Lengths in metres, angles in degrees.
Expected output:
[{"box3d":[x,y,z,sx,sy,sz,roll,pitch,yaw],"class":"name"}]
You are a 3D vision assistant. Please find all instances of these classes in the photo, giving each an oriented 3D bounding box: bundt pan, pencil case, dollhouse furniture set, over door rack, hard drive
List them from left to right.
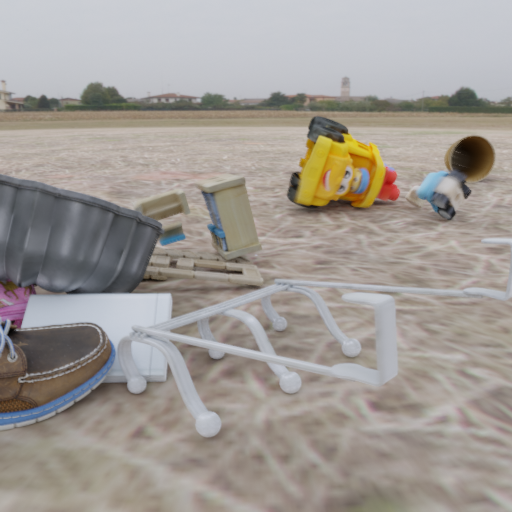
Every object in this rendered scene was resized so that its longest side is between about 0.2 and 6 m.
[{"box3d":[-3.226,0.724,5.631,0.905,0.866,2.091,43,34,21],"class":"pencil case"},{"box3d":[-2.543,-0.139,6.492,2.798,1.050,2.798,11,-7,1],"class":"bundt pan"},{"box3d":[-1.621,0.812,5.648,1.464,0.195,0.965,-1,51,-2],"class":"hard drive"},{"box3d":[-1.005,-0.528,9.118,1.719,1.211,1.205,-17,15,-12],"class":"dollhouse furniture set"},{"box3d":[0.495,0.720,4.906,3.013,1.004,2.226,-14,2,45],"class":"over door rack"}]

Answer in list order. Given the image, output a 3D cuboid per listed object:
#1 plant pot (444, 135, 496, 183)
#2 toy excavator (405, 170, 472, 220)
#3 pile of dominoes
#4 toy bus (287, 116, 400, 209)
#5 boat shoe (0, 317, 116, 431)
[{"box3d":[6.761,-3.153,18.281,1.468,1.468,1.575,0,9,-1],"class":"plant pot"},{"box3d":[3.972,-1.437,12.690,1.584,0.791,1.540,33,-5,40],"class":"toy excavator"},{"box3d":[-1.027,0.238,8.611,2.128,0.339,1.658,6,12,-6],"class":"pile of dominoes"},{"box3d":[2.292,-1.994,13.717,2.720,1.922,2.833,21,22,0],"class":"toy bus"},{"box3d":[-2.304,0.934,4.607,2.346,0.849,0.847,-15,41,-30],"class":"boat shoe"}]
